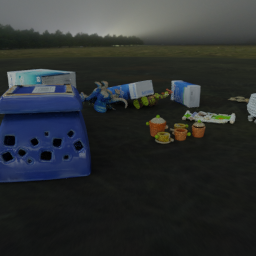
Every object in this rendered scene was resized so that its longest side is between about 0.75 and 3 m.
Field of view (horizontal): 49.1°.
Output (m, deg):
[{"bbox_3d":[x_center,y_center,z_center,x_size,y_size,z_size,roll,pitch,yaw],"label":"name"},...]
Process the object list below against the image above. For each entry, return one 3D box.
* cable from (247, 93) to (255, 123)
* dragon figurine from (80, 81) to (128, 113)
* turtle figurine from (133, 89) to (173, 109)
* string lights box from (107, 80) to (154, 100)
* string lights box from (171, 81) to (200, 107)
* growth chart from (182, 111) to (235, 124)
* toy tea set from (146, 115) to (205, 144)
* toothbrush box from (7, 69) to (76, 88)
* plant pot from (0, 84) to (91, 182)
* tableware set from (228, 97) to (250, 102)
[{"bbox_3d":[5.808,-0.778,10.345,2.597,0.899,2.597,6,19,18],"label":"cable"},{"bbox_3d":[-0.928,-1.091,11.555,2.587,1.286,0.761,34,31,28],"label":"dragon figurine"},{"bbox_3d":[0.928,-1.239,12.331,1.880,0.605,1.516,1,18,40],"label":"turtle figurine"},{"bbox_3d":[-0.115,-1.607,12.568,2.273,0.670,1.168,-3,11,42],"label":"string lights box"},{"bbox_3d":[2.600,-1.602,12.879,0.537,0.937,1.823,-5,18,-16],"label":"string lights box"},{"bbox_3d":[3.040,-0.416,10.468,1.934,0.172,1.400,5,17,13],"label":"growth chart"},{"bbox_3d":[1.468,-0.058,8.496,1.783,0.660,1.060,-7,19,-22],"label":"toy tea set"},{"bbox_3d":[-4.469,-2.319,14.612,2.951,1.258,2.160,12,21,37],"label":"toothbrush box"},{"bbox_3d":[-1.934,-0.034,6.514,2.019,1.815,2.019,-4,18,-11],"label":"plant pot"},{"bbox_3d":[5.420,-1.370,13.527,0.839,0.117,1.004,-5,18,-18],"label":"tableware set"}]
